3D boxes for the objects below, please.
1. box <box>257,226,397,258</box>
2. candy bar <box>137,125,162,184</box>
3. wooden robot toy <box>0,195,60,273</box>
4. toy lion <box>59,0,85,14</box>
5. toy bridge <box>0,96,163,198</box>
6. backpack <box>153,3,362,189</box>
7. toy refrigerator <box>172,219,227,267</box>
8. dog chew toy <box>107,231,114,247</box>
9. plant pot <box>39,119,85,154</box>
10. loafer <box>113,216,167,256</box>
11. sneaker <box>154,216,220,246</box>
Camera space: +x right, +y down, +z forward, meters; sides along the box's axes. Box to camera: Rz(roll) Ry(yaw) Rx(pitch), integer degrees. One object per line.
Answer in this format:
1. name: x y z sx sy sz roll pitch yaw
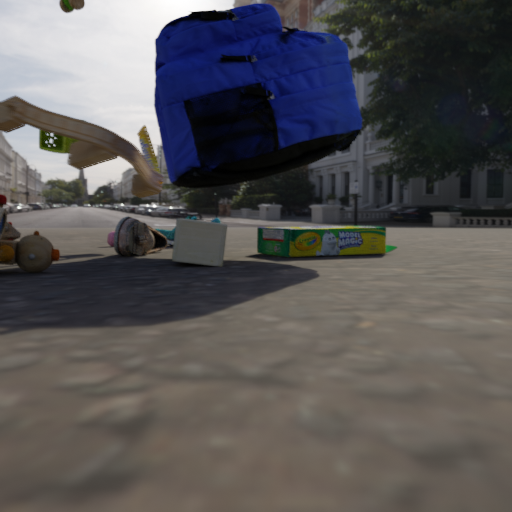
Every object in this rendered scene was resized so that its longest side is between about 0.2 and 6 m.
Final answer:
1. box: 1.377 -0.297 10.742 2.391 0.578 1.403 0 4 -26
2. candy bar: -2.492 -2.266 13.115 0.189 1.705 0.425 1 -27 -41
3. wooden robot toy: -2.923 -0.194 6.786 1.054 1.023 2.322 10 2 -13
4. toy lion: -2.673 -4.022 7.887 0.337 0.983 0.942 7 -36 36
5. toy bridge: -3.206 -2.105 11.094 1.286 0.521 3.825 -7 -20 34
6. backpack: 0.001 -3.023 10.670 3.778 3.170 3.070 -12 13 -9
7. toy refrigerator: -0.883 -0.213 8.726 0.734 0.676 1.932 7 4 -7
8. dog chew toy: -3.391 -0.400 14.004 0.630 0.392 0.392 7 1 -17
9. plant pot: -4.342 -2.772 12.725 0.842 0.846 0.768 15 16 27
10. loafer: -2.157 -0.343 10.664 0.644 0.737 2.049 7 1 1
11. sneaker: -1.706 -0.618 14.100 1.929 0.768 0.748 0 3 19
